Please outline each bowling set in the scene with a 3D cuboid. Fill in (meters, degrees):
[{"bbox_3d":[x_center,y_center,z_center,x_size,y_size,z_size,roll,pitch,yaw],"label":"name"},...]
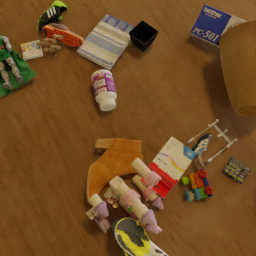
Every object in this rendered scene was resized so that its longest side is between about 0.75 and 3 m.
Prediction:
[{"bbox_3d":[-3.106,-3.303,11.401,1.122,0.602,0.781,-16,89,32],"label":"bowling set"}]

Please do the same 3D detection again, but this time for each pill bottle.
[{"bbox_3d":[-0.890,-1.423,10.726,0.813,0.813,1.448,-12,70,-4],"label":"pill bottle"}]

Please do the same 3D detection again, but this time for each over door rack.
[{"bbox_3d":[3.103,0.465,10.232,1.473,0.491,1.088,-35,73,-11],"label":"over door rack"}]

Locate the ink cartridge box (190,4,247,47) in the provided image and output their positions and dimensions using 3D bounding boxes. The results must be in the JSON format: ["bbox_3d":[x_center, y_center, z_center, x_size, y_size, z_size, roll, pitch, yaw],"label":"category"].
[{"bbox_3d":[4.021,-3.864,11.370,2.651,0.586,1.246,29,106,13],"label":"ink cartridge box"}]

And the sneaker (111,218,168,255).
[{"bbox_3d":[0.483,3.928,8.746,1.075,1.221,2.886,-33,95,-21],"label":"sneaker"}]

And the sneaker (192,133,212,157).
[{"bbox_3d":[2.749,0.613,10.280,0.401,0.394,1.042,43,77,-5],"label":"sneaker"}]

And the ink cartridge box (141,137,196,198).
[{"bbox_3d":[1.391,1.328,9.632,1.076,0.623,1.852,35,60,12],"label":"ink cartridge box"}]

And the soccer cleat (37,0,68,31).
[{"bbox_3d":[-3.261,-4.796,12.084,0.697,0.581,1.720,28,71,4],"label":"soccer cleat"}]

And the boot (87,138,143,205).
[{"bbox_3d":[-0.374,1.458,9.626,1.776,0.873,2.480,5,64,8],"label":"boot"}]

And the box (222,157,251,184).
[{"bbox_3d":[3.875,1.510,10.019,0.788,0.174,0.631,35,74,12],"label":"box"}]

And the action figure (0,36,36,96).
[{"bbox_3d":[-5.049,-2.850,11.307,1.719,0.796,2.911,-29,69,-6],"label":"action figure"}]

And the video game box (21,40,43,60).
[{"bbox_3d":[-4.016,-3.250,11.713,0.793,0.186,0.723,-15,74,-4],"label":"video game box"}]

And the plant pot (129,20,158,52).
[{"bbox_3d":[0.623,-3.711,11.567,0.878,0.780,0.880,40,76,12],"label":"plant pot"}]

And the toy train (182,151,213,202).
[{"bbox_3d":[2.281,1.701,9.751,0.930,0.680,1.606,-18,71,8],"label":"toy train"}]

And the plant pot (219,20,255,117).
[{"bbox_3d":[4.593,-1.900,10.064,2.618,2.618,2.809,7,76,2],"label":"plant pot"}]

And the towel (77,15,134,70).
[{"bbox_3d":[-0.835,-3.662,11.824,1.740,0.282,2.369,29,71,12],"label":"towel"}]

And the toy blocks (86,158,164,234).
[{"bbox_3d":[0.166,2.572,8.578,2.320,2.168,1.953,-38,69,-16],"label":"toy blocks"}]

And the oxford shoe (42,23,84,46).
[{"bbox_3d":[-2.608,-3.985,11.692,1.905,0.679,0.694,24,56,11],"label":"oxford shoe"}]
